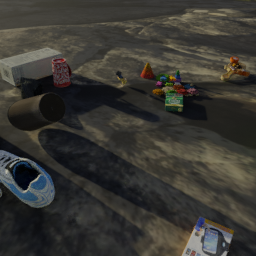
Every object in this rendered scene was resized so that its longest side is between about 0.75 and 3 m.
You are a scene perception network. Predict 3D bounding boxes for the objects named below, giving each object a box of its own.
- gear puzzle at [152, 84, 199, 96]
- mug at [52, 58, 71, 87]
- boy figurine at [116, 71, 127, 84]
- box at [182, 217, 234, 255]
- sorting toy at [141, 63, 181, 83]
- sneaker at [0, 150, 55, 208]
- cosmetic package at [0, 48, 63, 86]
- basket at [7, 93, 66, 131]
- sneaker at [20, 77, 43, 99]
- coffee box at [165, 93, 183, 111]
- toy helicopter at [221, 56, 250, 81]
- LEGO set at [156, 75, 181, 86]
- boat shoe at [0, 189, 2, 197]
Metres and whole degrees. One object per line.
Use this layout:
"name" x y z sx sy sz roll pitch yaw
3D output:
"gear puzzle" 2.173 -1.808 13.109 2.128 0.279 1.102 -5 33 -7
"mug" -3.285 -2.781 13.734 0.823 1.234 1.095 -1 34 0
"boy figurine" -0.268 -2.375 13.440 0.515 0.828 0.267 23 77 36
"box" 1.751 2.682 6.205 0.837 0.292 1.407 18 35 25
"sorting toy" 1.689 -2.870 14.327 2.183 0.752 0.757 15 36 23
"sneaker" -3.175 1.153 7.852 2.986 1.082 1.073 21 39 31
"cosmetic package" -4.979 -3.251 14.628 1.497 1.057 2.891 28 42 36
"basket" -3.040 -0.571 9.662 1.578 1.190 1.750 -8 0 -44
"sneaker" -4.316 -1.759 12.605 1.001 0.838 2.206 -5 35 -19
"coffee box" 1.995 -1.126 12.067 0.756 0.270 1.230 6 33 9
"toy helicopter" 5.548 -2.907 14.636 1.242 0.741 1.878 34 56 28
"LEGO set" 1.999 -2.352 13.794 1.210 0.462 0.497 2 33 1
"boat shoe" -3.898 1.884 7.363 1.119 0.397 0.391 -16 33 -34
